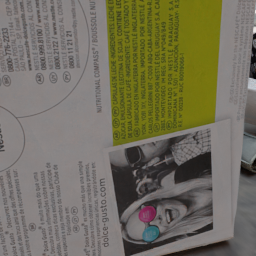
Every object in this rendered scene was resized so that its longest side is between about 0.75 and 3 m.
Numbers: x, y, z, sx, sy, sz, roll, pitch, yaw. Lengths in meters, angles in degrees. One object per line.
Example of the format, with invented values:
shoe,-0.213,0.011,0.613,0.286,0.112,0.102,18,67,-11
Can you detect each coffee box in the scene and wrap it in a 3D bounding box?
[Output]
coffee box,-0.575,-0.365,3.513,2.778,2.809,2.805,-7,19,-15

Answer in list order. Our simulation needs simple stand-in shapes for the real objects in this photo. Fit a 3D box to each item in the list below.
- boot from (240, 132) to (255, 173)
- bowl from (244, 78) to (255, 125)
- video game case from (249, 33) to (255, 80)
boot,2.150,0.152,5.542,1.651,0.659,1.816,-25,22,-29
bowl,2.584,-0.614,5.994,2.038,0.761,2.035,15,19,2
video game case,3.638,-1.490,6.829,0.262,2.054,1.857,-13,-6,-19
